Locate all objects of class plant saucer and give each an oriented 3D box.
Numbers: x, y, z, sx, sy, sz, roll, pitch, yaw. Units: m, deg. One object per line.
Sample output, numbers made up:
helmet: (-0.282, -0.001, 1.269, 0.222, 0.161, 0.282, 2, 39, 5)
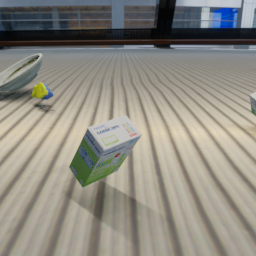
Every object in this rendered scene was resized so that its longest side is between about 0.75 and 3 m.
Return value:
plant saucer: (-4.748, -2.258, 12.224, 2.723, 0.684, 2.723, -22, 31, 14)

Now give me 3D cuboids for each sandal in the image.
sandal: (-3.041, -1.308, 10.253, 0.673, 0.614, 1.546, 13, 3, -28)

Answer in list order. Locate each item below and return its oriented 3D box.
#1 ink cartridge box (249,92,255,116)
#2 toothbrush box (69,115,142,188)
ink cartridge box: (3.798, -0.444, 7.542, 0.396, 0.689, 1.177, -24, 37, 3)
toothbrush box: (-0.379, 0.375, 4.442, 0.779, 1.070, 0.460, -20, 61, -42)
